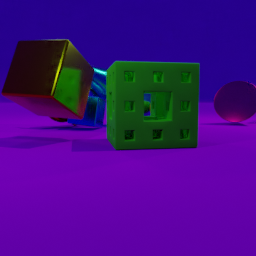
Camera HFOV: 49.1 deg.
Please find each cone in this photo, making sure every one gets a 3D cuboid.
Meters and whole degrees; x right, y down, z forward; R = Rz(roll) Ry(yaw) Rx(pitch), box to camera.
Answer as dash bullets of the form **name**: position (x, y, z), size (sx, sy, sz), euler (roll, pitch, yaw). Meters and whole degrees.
- **cone**: position (-1.173, -1.590, 8.498), size (1.257, 1.257, 1.262), euler (6, -22, 48)
- **cone**: position (3.796, -0.657, 9.573), size (1.429, 1.429, 1.435), euler (3, -15, 29)

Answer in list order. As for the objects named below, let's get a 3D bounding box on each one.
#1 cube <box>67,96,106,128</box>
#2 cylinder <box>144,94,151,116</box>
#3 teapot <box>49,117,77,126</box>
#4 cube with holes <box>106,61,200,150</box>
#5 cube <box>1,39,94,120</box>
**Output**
- **cube**: position (-1.121, -0.453, 7.731), size (0.786, 0.786, 0.786), euler (7, -1, 10)
- **cylinder**: position (0.187, -0.701, 8.929), size (1.197, 1.197, 1.197), euler (3, 7, 30)
- **teapot**: position (-2.049, -0.726, 8.183), size (0.864, 1.764, 1.097), euler (-11, 35, 52)
- **cube with holes**: position (0.362, -0.415, 5.152), size (1.386, 1.386, 1.386), euler (-1, 6, -10)
- **cube**: position (-1.472, -0.902, 5.389), size (1.124, 1.124, 1.124), euler (5, -16, 20)
